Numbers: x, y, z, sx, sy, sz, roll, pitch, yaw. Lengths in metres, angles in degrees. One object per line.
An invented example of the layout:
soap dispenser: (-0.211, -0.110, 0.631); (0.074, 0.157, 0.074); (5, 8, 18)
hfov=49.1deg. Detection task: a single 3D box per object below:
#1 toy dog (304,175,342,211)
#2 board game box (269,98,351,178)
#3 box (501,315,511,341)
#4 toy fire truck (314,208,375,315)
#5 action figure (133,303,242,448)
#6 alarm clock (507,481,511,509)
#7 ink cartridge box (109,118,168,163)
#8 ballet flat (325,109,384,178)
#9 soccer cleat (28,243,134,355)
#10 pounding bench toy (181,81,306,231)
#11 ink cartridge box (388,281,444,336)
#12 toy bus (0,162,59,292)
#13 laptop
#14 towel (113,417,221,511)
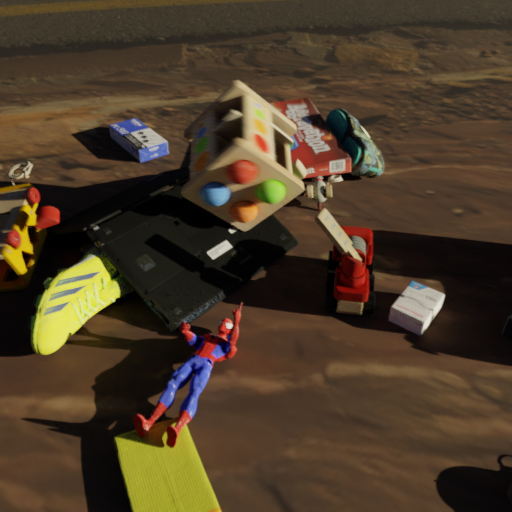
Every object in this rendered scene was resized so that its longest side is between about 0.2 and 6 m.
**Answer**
toy dog: (1.425, -1.408, 12.538); (0.790, 0.577, 1.197); (9, 26, 23)
board game box: (0.791, -3.042, 14.259); (2.145, 0.405, 4.166); (-8, 35, -5)
box: (4.645, 1.205, 9.170); (0.763, 0.436, 0.838); (-26, 45, -31)
toy fire truck: (1.556, -0.099, 9.717); (1.159, 1.801, 1.585); (6, 39, 7)
action figure: (-0.877, 1.467, 8.217); (0.788, 1.195, 2.414); (14, 33, 16)
alarm clock: (3.607, 2.943, 7.060); (0.740, 0.365, 1.097); (16, 38, 19)
ink cartridge box: (-3.080, -3.037, 14.595); (0.818, 0.385, 1.740); (-24, 44, -29)
ballet flat: (2.461, -2.753, 13.942); (1.053, 1.053, 2.836); (-4, 40, -5)
soccer cleat: (-2.792, 0.587, 9.599); (1.178, 0.911, 2.817); (14, 40, 10)
pounding bench toy: (0.073, -1.545, 10.688); (2.564, 1.593, 2.000); (29, 42, -35)
ink cartridge box: (2.751, 0.892, 9.628); (0.619, 0.361, 0.856); (25, 45, 28)
toy bus: (-4.555, -0.398, 10.480); (2.252, 1.164, 2.125); (-40, 50, -19)
laptop: (-1.809, -0.368, 11.368); (3.853, 1.990, 3.414); (46, 54, 12)
towel: (-1.029, 3.099, 6.997); (1.032, 0.217, 2.399); (-11, 38, -22)
